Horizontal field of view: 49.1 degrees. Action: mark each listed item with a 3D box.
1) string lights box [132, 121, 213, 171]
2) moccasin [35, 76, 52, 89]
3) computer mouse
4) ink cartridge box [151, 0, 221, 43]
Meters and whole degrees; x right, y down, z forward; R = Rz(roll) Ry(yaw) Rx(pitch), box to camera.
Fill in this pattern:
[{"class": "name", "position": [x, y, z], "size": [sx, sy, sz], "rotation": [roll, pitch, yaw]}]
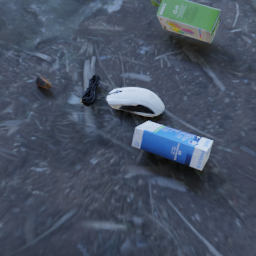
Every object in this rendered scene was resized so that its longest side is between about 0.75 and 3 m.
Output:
[{"class": "string lights box", "position": [1.187, 0.405, 7.445], "size": [1.914, 0.564, 0.983], "rotation": [19, 20, 21]}, {"class": "moccasin", "position": [-2.891, -1.555, 9.592], "size": [0.896, 0.346, 0.328], "rotation": [23, 91, 43]}, {"class": "computer mouse", "position": [-0.133, -1.043, 8.917], "size": [2.689, 0.590, 1.475], "rotation": [11, 40, 9]}, {"class": "ink cartridge box", "position": [2.008, -4.303, 10.879], "size": [2.942, 1.528, 0.873], "rotation": [24, 97, 14]}]
